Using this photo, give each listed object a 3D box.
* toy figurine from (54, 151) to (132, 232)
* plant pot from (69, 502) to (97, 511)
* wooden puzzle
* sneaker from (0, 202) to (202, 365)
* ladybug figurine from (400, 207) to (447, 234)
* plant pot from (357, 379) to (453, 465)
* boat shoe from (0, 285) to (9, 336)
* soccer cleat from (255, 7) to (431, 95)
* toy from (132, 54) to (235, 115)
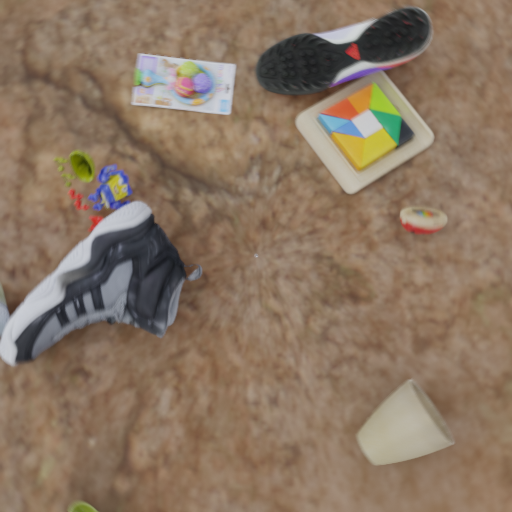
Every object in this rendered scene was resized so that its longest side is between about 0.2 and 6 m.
[{"bbox_3d":[-2.607,-1.231,9.590,0.817,1.548,0.927,2,34,35],"label":"toy figurine"},{"bbox_3d":[-2.760,4.297,8.411,0.750,0.816,0.816,-42,80,3],"label":"plant pot"},{"bbox_3d":[1.957,-2.290,10.079,1.916,0.357,1.773,-33,79,-7],"label":"wooden puzzle"},{"bbox_3d":[-2.397,0.872,8.885,1.894,1.256,3.329,44,92,-3],"label":"sneaker"},{"bbox_3d":[2.828,-0.590,9.563,0.943,0.640,0.339,-4,120,-28],"label":"ladybug figurine"},{"bbox_3d":[2.203,2.696,8.634,1.176,1.102,1.102,-37,79,13],"label":"plant pot"},{"bbox_3d":[-5.385,1.183,9.098,2.787,1.003,0.864,-15,51,-6],"label":"boat shoe"},{"bbox_3d":[1.545,-3.595,10.156,3.130,1.146,1.068,-13,96,15],"label":"soccer cleat"},{"bbox_3d":[-1.336,-3.218,10.259,1.797,0.424,1.035,5,79,1],"label":"toy"}]
